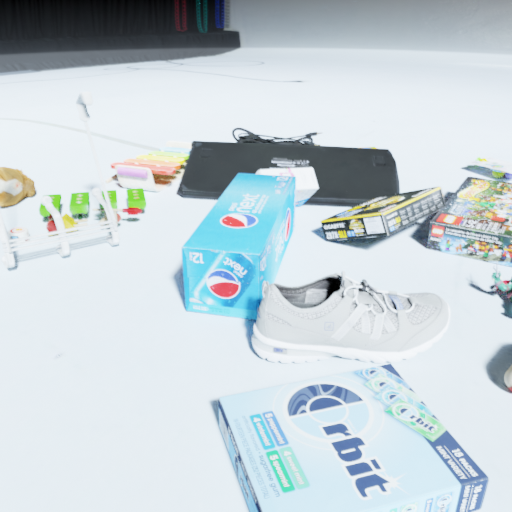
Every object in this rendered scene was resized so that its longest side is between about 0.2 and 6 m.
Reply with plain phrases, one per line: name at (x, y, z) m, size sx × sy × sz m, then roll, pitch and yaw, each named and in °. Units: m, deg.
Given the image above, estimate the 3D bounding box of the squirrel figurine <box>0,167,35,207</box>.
squirrel figurine at (-6.321, -1.747, 14.070) m, size 1.243 × 0.942 × 1.331 m, roll 3°, pitch 10°, yaw 30°

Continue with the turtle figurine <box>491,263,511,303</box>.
turtle figurine at (4.480, 0.571, 9.418) m, size 0.907 × 0.610 × 1.211 m, roll -8°, pitch 39°, yaw 14°

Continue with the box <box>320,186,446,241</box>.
box at (2.667, -0.878, 11.786) m, size 2.110 × 0.521 × 1.685 m, roll -23°, pitch 10°, yaw -36°

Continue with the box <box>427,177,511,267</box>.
box at (5.359, -0.799, 12.142) m, size 2.350 × 0.649 × 3.441 m, roll 14°, pitch 30°, yaw 27°

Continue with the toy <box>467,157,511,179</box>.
toy at (6.872, -2.416, 15.761) m, size 0.938 × 0.385 × 1.630 m, roll -16°, pitch 30°, yaw -25°

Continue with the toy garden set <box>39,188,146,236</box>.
toy garden set at (-3.678, -0.963, 12.756) m, size 2.340 × 0.467 × 1.950 m, roll -6°, pitch 25°, yaw -13°

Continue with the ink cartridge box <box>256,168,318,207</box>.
ink cartridge box at (0.566, -1.557, 13.026) m, size 1.403 × 0.594 × 1.014 m, roll -5°, pitch -19°, yaw -24°

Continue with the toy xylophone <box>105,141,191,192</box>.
toy xylophone at (-2.913, -2.487, 15.489) m, size 2.147 × 0.737 × 2.933 m, roll 5°, pitch 26°, yaw 12°

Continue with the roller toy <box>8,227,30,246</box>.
roller toy at (-4.983, -0.428, 11.774) m, size 0.444 × 0.311 × 0.405 m, roll -20°, pitch 32°, yaw -35°

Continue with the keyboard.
keyboard at (0.916, -2.137, 15.022) m, size 5.642 × 1.118 × 2.937 m, roll 5°, pitch 50°, yaw 8°

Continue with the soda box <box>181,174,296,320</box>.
soda box at (-0.159, -0.379, 10.598) m, size 1.321 × 1.250 × 3.895 m, roll 5°, pitch 26°, yaw 11°

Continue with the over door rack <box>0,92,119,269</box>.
over door rack at (-4.119, -1.522, 10.988) m, size 2.301 × 3.115 × 1.038 m, roll -15°, pitch 10°, yaw -31°

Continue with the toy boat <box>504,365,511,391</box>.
toy boat at (3.916, 1.555, 7.480) m, size 1.139 × 0.743 × 0.745 m, roll -27°, pitch 67°, yaw -40°

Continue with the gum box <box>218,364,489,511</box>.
gum box at (0.947, 2.165, 6.241) m, size 2.333 × 0.520 × 1.982 m, roll -8°, pitch 27°, yaw -16°

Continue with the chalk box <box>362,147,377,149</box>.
chalk box at (3.048, -2.758, 16.184) m, size 1.008 × 0.629 × 0.625 m, roll -6°, pitch 26°, yaw -9°

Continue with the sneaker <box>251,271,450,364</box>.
sneaker at (1.452, 0.815, 8.169) m, size 3.023 × 1.240 × 1.130 m, roll -5°, pitch 27°, yaw -11°
